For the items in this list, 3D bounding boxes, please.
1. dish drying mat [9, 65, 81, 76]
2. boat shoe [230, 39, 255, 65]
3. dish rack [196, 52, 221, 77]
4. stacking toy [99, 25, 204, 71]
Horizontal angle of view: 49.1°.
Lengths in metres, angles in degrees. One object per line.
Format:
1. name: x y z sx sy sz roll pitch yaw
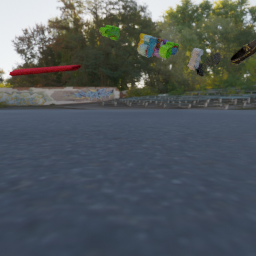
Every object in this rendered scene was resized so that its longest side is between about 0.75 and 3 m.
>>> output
1. dish drying mat: -1.971 -1.372 6.685 1.593 0.145 0.612 -2 15 11
2. boat shoe: 2.728 -1.771 6.458 0.239 0.283 0.795 11 -40 -35
3. dish rack: 3.159 -2.550 10.995 0.286 0.805 1.049 32 -51 -24
4. stacking toy: 0.719 -2.146 7.590 1.955 0.609 2.593 25 21 26
